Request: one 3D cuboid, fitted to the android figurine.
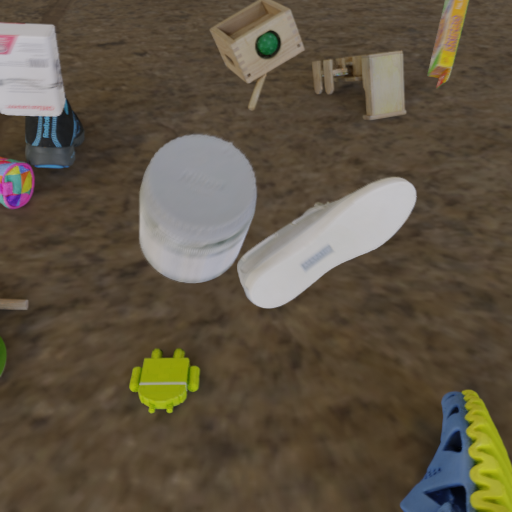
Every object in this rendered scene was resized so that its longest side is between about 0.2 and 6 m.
[{"bbox_3d":[-1.102,1.499,6.751,0.826,0.186,0.908,-1,39,-2],"label":"android figurine"}]

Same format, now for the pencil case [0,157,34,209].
[{"bbox_3d":[-4.901,-1.417,9.699,2.057,0.909,0.909,13,42,15],"label":"pencil case"}]

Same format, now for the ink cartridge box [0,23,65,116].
[{"bbox_3d":[-2.539,-2.053,6.209,0.659,0.911,0.384,0,42,-7],"label":"ink cartridge box"}]

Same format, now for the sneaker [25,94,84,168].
[{"bbox_3d":[-3.786,-2.643,10.646,1.069,1.196,2.921,0,27,-20],"label":"sneaker"}]

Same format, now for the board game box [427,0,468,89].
[{"bbox_3d":[3.144,-3.804,8.977,0.310,2.069,0.988,10,9,7],"label":"board game box"}]

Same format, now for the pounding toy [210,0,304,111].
[{"bbox_3d":[0.023,-2.973,8.190,1.157,0.894,1.257,-32,40,-2],"label":"pounding toy"}]

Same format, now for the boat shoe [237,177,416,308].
[{"bbox_3d":[0.579,-0.193,4.906,1.685,0.607,0.577,-38,40,3],"label":"boat shoe"}]

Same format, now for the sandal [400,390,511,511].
[{"bbox_3d":[1.846,2.281,5.264,1.107,1.011,2.543,-22,20,27],"label":"sandal"}]

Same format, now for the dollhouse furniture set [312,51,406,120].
[{"bbox_3d":[2.473,-3.870,12.734,1.733,1.313,1.977,-12,19,-14],"label":"dollhouse furniture set"}]

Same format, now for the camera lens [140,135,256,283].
[{"bbox_3d":[-0.399,-0.270,3.667,0.715,0.894,0.715,4,67,-10],"label":"camera lens"}]

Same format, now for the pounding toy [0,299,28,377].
[{"bbox_3d":[-3.889,0.956,6.811,1.557,0.936,2.017,1,40,1],"label":"pounding toy"}]
